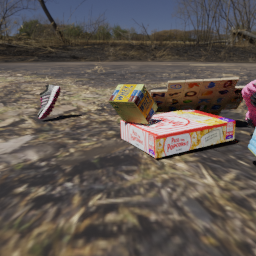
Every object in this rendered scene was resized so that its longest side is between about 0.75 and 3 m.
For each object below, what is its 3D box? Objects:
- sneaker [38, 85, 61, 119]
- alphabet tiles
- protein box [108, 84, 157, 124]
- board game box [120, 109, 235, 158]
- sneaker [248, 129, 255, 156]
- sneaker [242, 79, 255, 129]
[{"bbox_3d":[-2.765,-0.919,9.426,0.553,1.264,0.466,26,0,9],"label":"sneaker"},{"bbox_3d":[2.113,-0.857,8.630,2.842,0.090,2.365,-2,-23,4],"label":"alphabet tiles"},{"bbox_3d":[0.129,-0.587,6.853,0.814,0.820,0.553,7,57,39],"label":"protein box"},{"bbox_3d":[1.246,0.055,7.299,2.367,0.548,1.793,-11,17,-26],"label":"board game box"},{"bbox_3d":[3.196,0.509,5.471,1.695,1.107,0.674,30,10,23],"label":"sneaker"},{"bbox_3d":[3.495,-0.708,6.536,1.075,1.298,2.721,50,4,26],"label":"sneaker"}]
